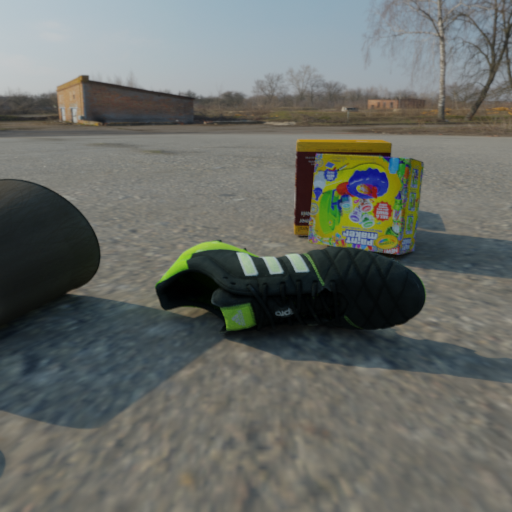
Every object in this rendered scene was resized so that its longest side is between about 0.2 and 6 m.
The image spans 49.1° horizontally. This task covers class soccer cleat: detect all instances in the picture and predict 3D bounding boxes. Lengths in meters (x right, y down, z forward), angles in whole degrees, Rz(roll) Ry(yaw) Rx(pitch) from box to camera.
[{"bbox_3d":[0.291,0.480,6.526,3.189,1.077,1.293,5,30,30],"label":"soccer cleat"}]

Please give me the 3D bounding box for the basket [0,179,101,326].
[{"bbox_3d":[-3.296,0.117,6.689,2.052,1.548,2.276,22,23,3],"label":"basket"}]

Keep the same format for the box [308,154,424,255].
[{"bbox_3d":[1.952,-0.937,9.973,1.682,1.620,1.026,8,8,29],"label":"box"}]

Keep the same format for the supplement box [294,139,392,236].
[{"bbox_3d":[1.708,-1.417,11.468,1.831,1.857,1.233,1,14,4],"label":"supplement box"}]
